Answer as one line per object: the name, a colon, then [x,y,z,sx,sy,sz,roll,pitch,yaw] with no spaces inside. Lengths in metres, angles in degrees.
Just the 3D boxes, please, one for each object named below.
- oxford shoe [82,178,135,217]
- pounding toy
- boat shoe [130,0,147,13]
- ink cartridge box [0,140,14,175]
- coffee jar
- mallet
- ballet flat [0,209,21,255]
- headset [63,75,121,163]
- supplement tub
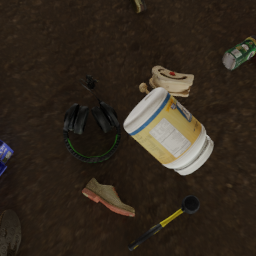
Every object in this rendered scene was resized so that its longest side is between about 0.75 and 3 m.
oxford shoe: [-0.507,2.069,8.421,1.744,0.617,0.644,26,66,11]
pounding toy: [1.321,-1.491,10.086,1.928,1.106,1.102,5,38,-8]
boat shoe: [0.380,-5.565,11.901,0.521,0.566,1.585,-11,69,-13]
ink cartridge box: [-4.930,0.893,8.710,2.616,0.999,1.785,28,69,7]
coffee jar: [4.309,-2.851,10.539,1.464,0.763,0.625,-33,66,-14]
mallet: [1.068,2.805,8.240,2.437,0.803,0.502,-36,69,1]
ballet flat: [-3.421,3.616,7.690,0.611,0.887,2.634,-16,68,19]
headset: [-1.224,-0.318,9.436,1.843,1.403,2.985,-4,81,-5]
supplement tub: [0.986,0.100,6.772,1.879,1.359,1.359,42,70,-10]
